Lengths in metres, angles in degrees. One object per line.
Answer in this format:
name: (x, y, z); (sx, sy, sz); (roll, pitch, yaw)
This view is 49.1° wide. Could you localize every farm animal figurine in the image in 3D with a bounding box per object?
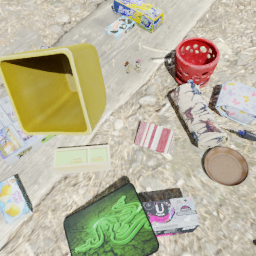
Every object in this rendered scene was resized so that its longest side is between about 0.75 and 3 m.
farm animal figurine: (0.261, -2.814, 12.909); (0.783, 0.394, 0.633); (-9, 77, -9)

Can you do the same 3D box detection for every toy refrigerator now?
toy refrigerator: (-1.648, 1.138, 10.191); (2.015, 0.705, 0.765); (-4, 58, -3)

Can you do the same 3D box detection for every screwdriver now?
screwdriver: (3.973, 0.090, 10.550); (2.393, 0.334, 0.348); (15, 101, -19)

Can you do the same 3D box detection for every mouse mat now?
mouse mat: (-0.641, 3.237, 8.589); (2.787, 0.105, 2.243); (-31, 58, 7)

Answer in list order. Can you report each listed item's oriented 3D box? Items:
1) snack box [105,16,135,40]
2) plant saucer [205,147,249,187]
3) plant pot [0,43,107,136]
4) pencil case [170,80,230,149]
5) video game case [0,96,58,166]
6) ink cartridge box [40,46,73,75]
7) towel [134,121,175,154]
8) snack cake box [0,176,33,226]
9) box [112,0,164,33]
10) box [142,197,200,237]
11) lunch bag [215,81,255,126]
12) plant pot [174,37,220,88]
snack box: (-0.410, -5.183, 14.429); (0.841, 0.269, 1.448); (36, 64, 20)
plant saucer: (3.576, 1.436, 10.253); (1.587, 0.290, 1.587); (0, 58, -1)
plant pot: (-2.180, -1.598, 9.877); (2.771, 2.753, 2.835); (0, 27, 22)
pencil case: (2.777, -0.504, 10.977); (1.287, 1.119, 2.877); (-23, 59, 3)
video game case: (-4.285, -0.214, 11.093); (2.417, 0.606, 2.667); (-33, 64, -20)
ink cartridge box: (-2.968, -2.955, 12.803); (2.483, 0.625, 1.353); (9, 58, 7)
towel: (1.019, 0.367, 10.773); (1.362, 0.155, 0.981); (18, 79, 11)
snack cake box: (-3.925, 2.455, 9.494); (0.821, 0.480, 1.428); (-30, 63, -16)
box: (0.489, -6.080, 14.633); (2.748, 0.884, 0.963); (36, 64, 21)
box: (1.289, 2.837, 8.898); (1.632, 1.079, 0.936); (-7, 58, -4)
lunch bag: (4.444, -1.052, 11.407); (1.611, 1.024, 1.366); (23, 62, 2)
plant pot: (2.842, -2.701, 12.051); (1.804, 1.642, 1.804); (0, 58, -1)
